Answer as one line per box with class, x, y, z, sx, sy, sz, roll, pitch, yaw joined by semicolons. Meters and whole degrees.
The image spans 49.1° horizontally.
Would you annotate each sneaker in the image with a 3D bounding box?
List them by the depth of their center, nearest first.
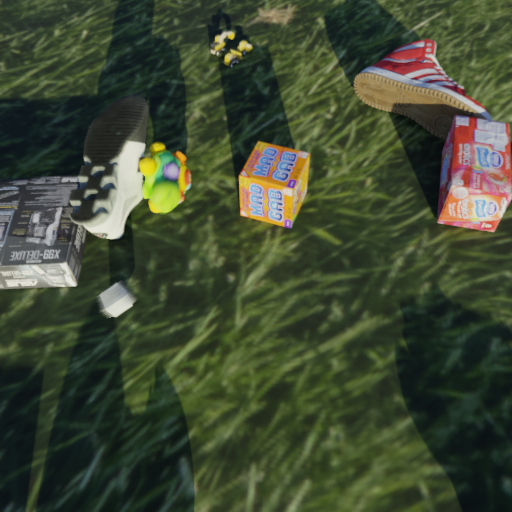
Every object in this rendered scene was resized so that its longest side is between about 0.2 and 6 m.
sneaker;-2.711;-1.721;11.071;1.095;1.308;2.956;9;72;21
sneaker;4.276;-3.997;13.287;3.455;1.231;1.943;33;61;27

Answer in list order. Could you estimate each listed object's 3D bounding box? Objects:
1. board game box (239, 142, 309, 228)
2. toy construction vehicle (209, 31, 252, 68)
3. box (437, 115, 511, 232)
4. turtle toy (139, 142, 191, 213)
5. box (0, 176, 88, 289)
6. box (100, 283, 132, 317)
board game box;0.368;-1.430;11.245;1.101;1.101;1.102;16;52;12
toy construction vehicle;-0.713;-5.654;15.184;0.979;0.396;1.124;31;57;23
box;4.456;-1.718;11.482;1.147;1.099;2.302;11;51;9
turtle toy;-1.754;-1.440;11.013;0.824;1.188;1.631;2;40;11
box;-4.783;-0.476;10.695;2.953;0.735;2.328;-3;51;-2
box;-2.453;0.774;9.808;0.385;0.329;0.383;-35;53;0
